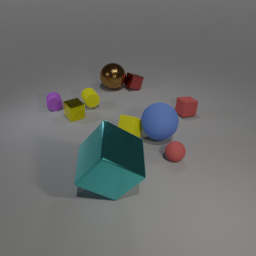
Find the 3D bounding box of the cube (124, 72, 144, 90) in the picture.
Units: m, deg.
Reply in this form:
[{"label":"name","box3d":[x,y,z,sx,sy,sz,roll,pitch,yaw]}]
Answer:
[{"label":"cube","box3d":[0.314,-2.543,15.144,0.700,0.700,0.700,4,22,-32]}]

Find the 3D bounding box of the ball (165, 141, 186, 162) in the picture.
[{"label":"ball","box3d":[1.619,0.796,9.588,0.700,0.700,0.700,0,30,0]}]

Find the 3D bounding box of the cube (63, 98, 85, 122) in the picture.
[{"label":"cube","box3d":[-2.351,-0.803,12.264,0.700,0.700,0.700,-20,43,-30]}]

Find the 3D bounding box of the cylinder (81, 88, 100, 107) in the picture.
[{"label":"cylinder","box3d":[-1.763,-1.427,13.115,0.700,0.700,0.700,-14,38,-22]}]

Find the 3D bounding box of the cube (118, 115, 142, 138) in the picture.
[{"label":"cube","box3d":[0.091,-0.064,10.743,0.700,0.700,0.700,12,-3,33]}]

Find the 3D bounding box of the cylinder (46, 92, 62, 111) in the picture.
[{"label":"cylinder","box3d":[-3.453,-1.243,13.096,0.700,0.700,0.700,-9,31,-15]}]

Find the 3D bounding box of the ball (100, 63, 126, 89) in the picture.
[{"label":"ball","box3d":[-0.809,-2.781,15.042,1.400,1.400,1.400,0,30,0]}]

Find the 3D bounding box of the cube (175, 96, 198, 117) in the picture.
[{"label":"cube","box3d":[2.609,-0.964,12.523,0.700,0.700,0.700,-6,27,-21]}]

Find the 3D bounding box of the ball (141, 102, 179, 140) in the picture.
[{"label":"ball","box3d":[1.179,-0.249,10.430,1.400,1.400,1.400,0,30,0]}]

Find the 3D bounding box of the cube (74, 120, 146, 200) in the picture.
[{"label":"cube","box3d":[-0.495,0.927,7.833,1.400,1.400,1.400,27,38,-26]}]
